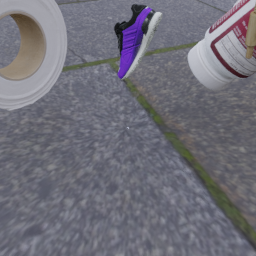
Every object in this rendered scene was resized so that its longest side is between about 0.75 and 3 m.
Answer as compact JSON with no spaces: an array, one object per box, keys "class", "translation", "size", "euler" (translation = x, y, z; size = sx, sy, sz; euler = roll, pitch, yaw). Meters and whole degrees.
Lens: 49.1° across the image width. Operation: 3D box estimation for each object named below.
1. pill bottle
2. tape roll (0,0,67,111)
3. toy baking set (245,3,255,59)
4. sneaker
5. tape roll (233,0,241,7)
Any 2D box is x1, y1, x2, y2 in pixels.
[{"class":"pill bottle","translation":[2.973,-2.222,6.844],"size":[1.646,2.884,1.646],"euler":[18,57,-29]},{"class":"tape roll","translation":[-2.892,-1.990,6.655],"size":[1.055,3.017,3.017],"euler":[22,45,29]},{"class":"toy baking set","translation":[2.803,-1.502,5.191],"size":[0.231,1.987,1.525],"euler":[-25,48,-19]},{"class":"sneaker","translation":[0.037,-2.576,8.313],"size":[1.128,2.269,0.789],"euler":[30,31,1]},{"class":"tape roll","translation":[3.465,-3.014,7.630],"size":[1.289,1.289,0.451],"euler":[33,33,32]}]
